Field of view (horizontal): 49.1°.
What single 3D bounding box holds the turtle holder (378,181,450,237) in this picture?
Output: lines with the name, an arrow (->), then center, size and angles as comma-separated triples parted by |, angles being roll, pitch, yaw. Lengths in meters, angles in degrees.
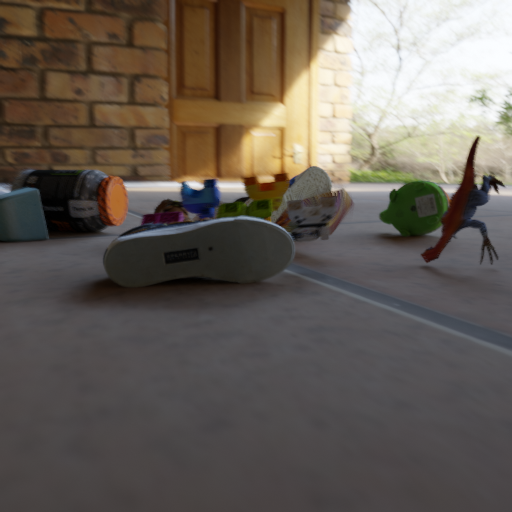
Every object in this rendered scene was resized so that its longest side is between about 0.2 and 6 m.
turtle holder -> 3.534, -0.953, 12.359 | 1.132, 1.211, 1.594 | -11, -31, -49

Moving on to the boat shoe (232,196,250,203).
boat shoe -> -0.030, -1.382, 15.980 | 0.669, 0.742, 2.063 | -14, 13, -33

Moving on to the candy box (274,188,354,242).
candy box -> 0.982, -0.705, 10.314 | 1.489, 0.420, 0.869 | -9, 35, 52

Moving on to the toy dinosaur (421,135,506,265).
toy dinosaur -> 3.053, -0.676, 8.717 | 1.623, 1.788, 0.939 | -33, 11, -28

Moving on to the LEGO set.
LEGO set -> -0.209, -0.541, 8.891 | 2.863, 1.175, 1.092 | -4, 45, 4

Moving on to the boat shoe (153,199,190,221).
boat shoe -> -1.635, -0.754, 10.531 | 0.719, 0.679, 1.998 | 16, -2, -22

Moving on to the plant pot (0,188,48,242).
plant pot -> -5.016, -0.791, 11.474 | 1.064, 1.045, 1.042 | -14, 16, -31

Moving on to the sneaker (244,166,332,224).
sneaker -> 0.339, -0.911, 12.267 | 2.837, 1.089, 1.578 | -39, 3, -38

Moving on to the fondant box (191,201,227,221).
fondant box -> -0.972, -0.796, 12.033 | 0.841, 0.339, 1.165 | -44, 18, -7

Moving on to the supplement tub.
supplement tub -> -4.261, -1.265, 12.880 | 2.337, 1.432, 1.432 | 2, 10, 12

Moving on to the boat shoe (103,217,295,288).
boat shoe -> -0.779, -0.147, 7.643 | 2.481, 0.878, 1.126 | -4, 14, -9
